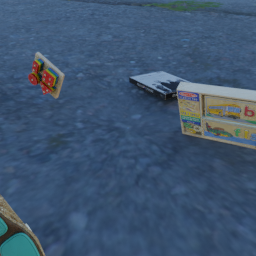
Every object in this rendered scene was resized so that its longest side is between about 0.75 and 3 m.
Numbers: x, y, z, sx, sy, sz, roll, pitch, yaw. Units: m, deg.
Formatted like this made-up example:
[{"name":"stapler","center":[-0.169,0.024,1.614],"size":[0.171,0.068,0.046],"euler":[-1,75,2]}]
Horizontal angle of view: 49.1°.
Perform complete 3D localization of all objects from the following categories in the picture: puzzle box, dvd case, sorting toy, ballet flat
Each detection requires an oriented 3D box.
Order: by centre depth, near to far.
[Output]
[{"name":"ballet flat","center":[-1.605,1.380,3.836],"size":[0.564,1.598,0.522],"euler":[-29,16,2]},{"name":"puzzle box","center":[2.204,-0.221,6.013],"size":[2.243,1.492,0.285],"euler":[12,53,27]},{"name":"sorting toy","center":[-2.318,-1.382,7.740],"size":[0.992,0.986,0.345],"euler":[41,50,5]},{"name":"dvd case","center":[1.125,-1.408,8.956],"size":[1.412,0.232,1.878],"euler":[-16,31,-29]}]
